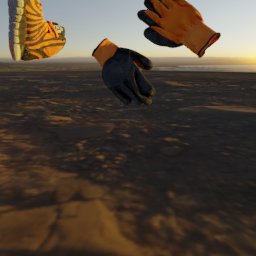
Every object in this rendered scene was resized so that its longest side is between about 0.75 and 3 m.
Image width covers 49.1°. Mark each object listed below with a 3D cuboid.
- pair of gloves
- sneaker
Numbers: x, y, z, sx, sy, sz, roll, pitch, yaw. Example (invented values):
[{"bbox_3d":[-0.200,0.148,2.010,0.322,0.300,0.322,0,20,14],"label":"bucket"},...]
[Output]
[{"bbox_3d":[0.324,-1.356,4.659,1.695,1.902,0.235,52,11,30],"label":"pair of gloves"},{"bbox_3d":[-2.527,-3.137,7.976,1.544,2.756,1.069,-9,58,-30],"label":"sneaker"}]
